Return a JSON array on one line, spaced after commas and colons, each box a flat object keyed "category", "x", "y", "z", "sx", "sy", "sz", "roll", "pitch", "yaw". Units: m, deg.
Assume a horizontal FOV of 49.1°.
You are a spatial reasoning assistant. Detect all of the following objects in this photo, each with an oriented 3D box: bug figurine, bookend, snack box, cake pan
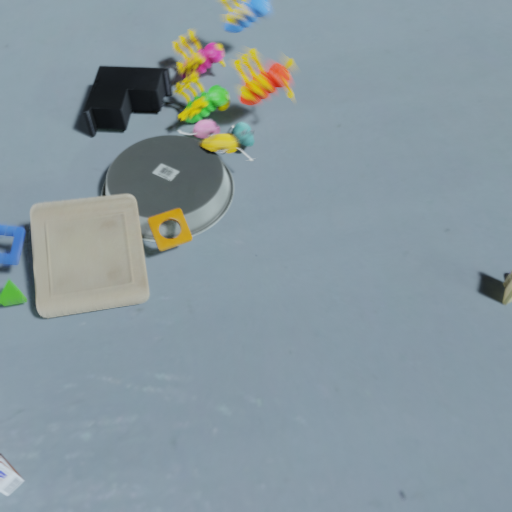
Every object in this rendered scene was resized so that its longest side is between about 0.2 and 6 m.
[{"category": "bug figurine", "x": -0.602, "y": -4.528, "z": 13.085, "sx": 2.972, "sy": 0.986, "sz": 3.832, "roll": -24, "pitch": 54, "yaw": 21}, {"category": "bookend", "x": -2.957, "y": -3.607, "z": 13.149, "sx": 1.707, "sy": 0.786, "sz": 1.696, "roll": 2, "pitch": 54, "yaw": 1}, {"category": "snack box", "x": -4.726, "y": 2.420, "z": 8.579, "sx": 2.959, "sy": 1.064, "sz": 0.360, "roll": 35, "pitch": 61, "yaw": 23}, {"category": "cake pan", "x": -1.884, "y": -1.547, "z": 11.818, "sx": 2.831, "sy": 0.519, "sz": 2.831, "roll": 0, "pitch": 53, "yaw": 0}]

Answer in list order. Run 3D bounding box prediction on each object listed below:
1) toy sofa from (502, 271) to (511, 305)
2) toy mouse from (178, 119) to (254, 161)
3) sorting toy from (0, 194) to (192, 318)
[{"category": "toy sofa", "x": 5.386, "y": 0.655, "z": 10.119, "sx": 1.613, "sy": 0.668, "sz": 0.787, "roll": 19, "pitch": 57, "yaw": 13}, {"category": "toy mouse", "x": -0.703, "y": -2.768, "z": 12.447, "sx": 1.892, "sy": 0.366, "sz": 1.682, "roll": 15, "pitch": 34, "yaw": 11}, {"category": "sorting toy", "x": -3.060, "y": -0.005, "z": 10.390, "sx": 3.762, "sy": 0.513, "sz": 2.118, "roll": -8, "pitch": 74, "yaw": -11}]
